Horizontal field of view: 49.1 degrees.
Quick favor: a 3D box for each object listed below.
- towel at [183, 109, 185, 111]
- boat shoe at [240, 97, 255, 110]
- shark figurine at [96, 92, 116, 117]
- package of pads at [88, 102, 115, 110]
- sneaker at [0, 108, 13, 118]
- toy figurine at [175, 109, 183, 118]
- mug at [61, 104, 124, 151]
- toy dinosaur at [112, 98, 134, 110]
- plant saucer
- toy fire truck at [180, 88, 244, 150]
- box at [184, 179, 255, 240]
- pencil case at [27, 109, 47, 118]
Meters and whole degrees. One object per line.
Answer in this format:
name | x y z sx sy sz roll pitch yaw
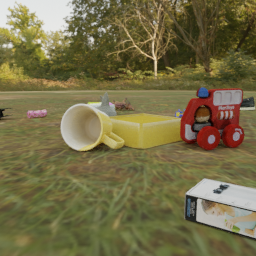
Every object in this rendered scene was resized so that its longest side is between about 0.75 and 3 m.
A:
towel | 4.262 -0.861 14.599 1.816 0.294 2.473 -6 9 -19
boat shoe | 6.236 -1.576 16.932 2.693 0.893 1.007 4 11 25
shark figurine | -0.962 -0.841 11.608 1.895 1.323 3.171 4 12 13
package of pads | -1.474 -1.052 14.823 1.289 0.569 1.668 -2 10 -14
sneaker | -6.238 -0.633 12.074 1.135 0.654 2.177 1 5 34
toy figurine | 2.044 -0.517 11.338 0.465 0.528 0.882 9 -3 -25
mug | -0.906 0.102 7.390 1.152 1.439 1.181 -31 -8 15
toy dinosaur | -0.425 -1.333 16.457 1.530 0.657 1.037 -7 17 -6
plant saucer | 0.434 -0.029 8.698 2.517 0.610 2.516 -8 13 -40
toy fire truck | 2.210 -0.296 7.418 1.835 1.541 1.029 -4 10 -21
box | 1.367 0.984 3.418 1.183 0.356 0.690 7 12 33
pencil case | -4.295 -0.672 13.211 0.883 0.365 0.382 -10 4 -43
